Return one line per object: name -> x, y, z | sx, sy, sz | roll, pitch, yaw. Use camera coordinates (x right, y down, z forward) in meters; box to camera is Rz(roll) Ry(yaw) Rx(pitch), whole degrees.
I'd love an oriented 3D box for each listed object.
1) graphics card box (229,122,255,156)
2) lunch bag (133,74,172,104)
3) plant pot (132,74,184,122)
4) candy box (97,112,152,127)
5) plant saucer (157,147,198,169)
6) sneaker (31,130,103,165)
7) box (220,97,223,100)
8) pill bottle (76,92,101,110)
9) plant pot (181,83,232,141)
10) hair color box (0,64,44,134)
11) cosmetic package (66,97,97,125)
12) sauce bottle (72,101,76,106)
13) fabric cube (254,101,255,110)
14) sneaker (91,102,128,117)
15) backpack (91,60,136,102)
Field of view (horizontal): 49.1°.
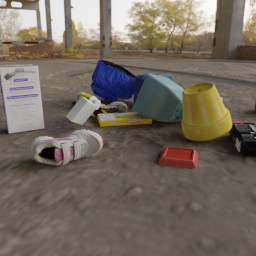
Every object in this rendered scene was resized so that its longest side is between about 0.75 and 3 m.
graphics card box -> 4.073, 0.330, 9.006 | 1.274, 0.516, 2.030 | 3, 17, 8
lunch bag -> 1.453, -1.952, 14.408 | 1.527, 1.568, 2.308 | 11, 19, 28
plant pot -> 1.513, -1.059, 11.390 | 1.671, 1.640, 1.636 | 35, 23, 32
candy box -> -0.163, -0.385, 11.619 | 2.115, 0.279, 1.081 | -4, 17, -11
plant saucer -> 1.464, 0.806, 8.058 | 1.074, 0.198, 1.076 | 5, 19, 15
sneaker -> -1.694, 0.628, 7.758 | 2.039, 0.829, 0.899 | -10, 20, -5
box -> 2.878, -0.889, 11.859 | 0.982, 1.090, 1.938 | -11, 21, -31
pill bottle -> -1.656, -1.121, 11.778 | 1.013, 0.564, 0.564 | 22, 27, 29
plant pot -> 2.564, -0.627, 9.581 | 1.668, 1.569, 1.668 | -17, 22, 7
hair color box -> -3.940, -1.102, 10.370 | 1.312, 2.401, 0.778 | -9, 20, -26
cosmetic package -> -1.687, -0.614, 10.346 | 0.320, 0.934, 1.238 | 37, 1, 11
sauce bottle -> -2.366, -1.221, 13.954 | 0.395, 0.395, 1.222 | -15, 13, -38
fabric cube -> 6.552, -1.153, 13.030 | 0.921, 0.903, 0.918 | 1, 16, 4
sneaker -> -0.828, -0.713, 12.241 | 1.704, 0.663, 0.700 | -6, 21, 11
backpack -> -0.725, -2.452, 15.295 | 2.404, 2.017, 1.953 | 20, 18, -19
